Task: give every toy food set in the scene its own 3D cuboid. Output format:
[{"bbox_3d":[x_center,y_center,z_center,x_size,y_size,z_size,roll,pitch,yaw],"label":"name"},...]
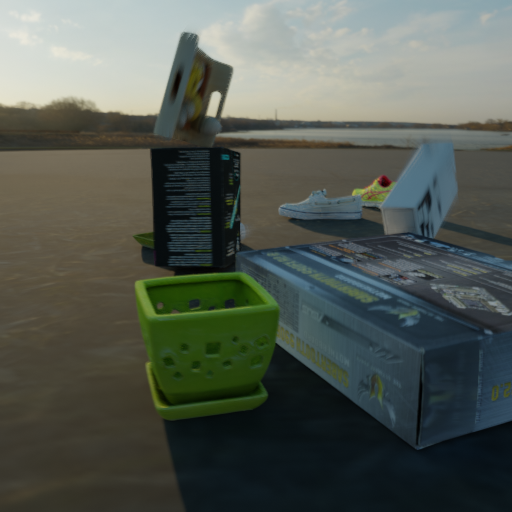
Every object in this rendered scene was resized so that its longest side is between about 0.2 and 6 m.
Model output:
[{"bbox_3d":[-0.808,-2.299,8.136,0.573,1.361,1.897,18,9,8],"label":"toy food set"}]

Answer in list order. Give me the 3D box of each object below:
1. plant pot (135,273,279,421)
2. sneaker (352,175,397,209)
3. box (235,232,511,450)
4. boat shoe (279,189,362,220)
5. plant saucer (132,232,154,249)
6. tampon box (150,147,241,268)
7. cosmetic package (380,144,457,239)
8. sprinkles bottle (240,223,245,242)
[{"bbox_3d":[-0.425,0.721,4.544,1.009,0.920,1.014,-3,14,-16],"label":"plant pot"},{"bbox_3d":[3.261,-1.705,14.778,0.762,0.880,1.950,-9,15,-28],"label":"sneaker"},{"bbox_3d":[1.569,0.518,5.638,2.557,0.780,3.228,-8,15,-25],"label":"box"},{"bbox_3d":[1.516,-1.233,13.205,1.960,0.684,0.695,1,14,6],"label":"boat shoe"},{"bbox_3d":[-1.672,-0.279,10.252,0.872,0.209,0.871,-12,18,-43],"label":"plant saucer"},{"bbox_3d":[-0.888,-0.756,8.672,1.104,1.749,1.311,1,6,9],"label":"tampon box"},{"bbox_3d":[2.485,-0.855,8.331,0.534,0.871,2.110,5,36,32],"label":"cosmetic package"},{"bbox_3d":[-0.752,-0.391,10.170,1.192,0.407,0.407,-8,15,-44],"label":"sprinkles bottle"}]
